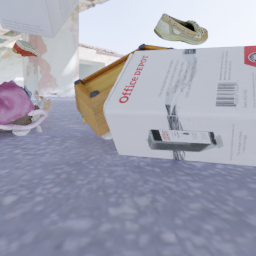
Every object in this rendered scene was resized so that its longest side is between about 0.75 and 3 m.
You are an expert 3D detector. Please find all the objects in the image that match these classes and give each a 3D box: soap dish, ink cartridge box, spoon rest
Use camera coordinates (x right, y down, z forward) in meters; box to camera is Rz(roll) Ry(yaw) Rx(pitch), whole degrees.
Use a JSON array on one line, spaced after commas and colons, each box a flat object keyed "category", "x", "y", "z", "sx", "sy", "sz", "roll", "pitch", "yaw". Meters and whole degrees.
[{"category": "soap dish", "x": 0.038, "y": -1.133, "z": 7.468, "sx": 2.949, "sy": 1.198, "sz": 2.320, "roll": -32, "pitch": 28, "yaw": -9}, {"category": "ink cartridge box", "x": 1.224, "y": -0.483, "z": 5.050, "sx": 2.751, "sy": 1.140, "sz": 2.019, "roll": 3, "pitch": 45, "yaw": 20}, {"category": "spoon rest", "x": -2.720, "y": 0.039, "z": 7.588, "sx": 0.437, "sy": 0.266, "sz": 0.879, "roll": 4, "pitch": 8, "yaw": 27}]

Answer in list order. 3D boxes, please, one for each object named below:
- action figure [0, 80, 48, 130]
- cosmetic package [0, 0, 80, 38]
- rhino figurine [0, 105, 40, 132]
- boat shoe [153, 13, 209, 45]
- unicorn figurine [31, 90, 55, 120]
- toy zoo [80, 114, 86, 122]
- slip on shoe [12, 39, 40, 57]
[{"category": "action figure", "x": -3.563, "y": -0.148, "z": 6.494, "sx": 1.758, "sy": 1.954, "sz": 2.624, "roll": -40, "pitch": 5, "yaw": 38}, {"category": "cosmetic package", "x": -2.163, "y": -3.294, "z": 6.593, "sx": 1.414, "sy": 1.715, "sz": 1.415, "roll": 13, "pitch": -35, "yaw": 9}, {"category": "rhino figurine", "x": -3.989, "y": -0.291, "z": 8.066, "sx": 2.685, "sy": 0.803, "sz": 1.174, "roll": -3, "pitch": 8, "yaw": -7}, {"category": "boat shoe", "x": 2.423, "y": -4.200, "z": 11.786, "sx": 2.920, "sy": 0.919, "sz": 1.065, "roll": -4, "pitch": 49, "yaw": -31}, {"category": "unicorn figurine", "x": -3.993, "y": -0.745, "z": 10.266, "sx": 2.253, "sy": 1.547, "sz": 0.832, "roll": 19, "pitch": 31, "yaw": -18}, {"category": "toy zoo", "x": -0.578, "y": -0.420, "z": 10.764, "sx": 2.633, "sy": 0.269, "sz": 1.727, "roll": 2, "pitch": 9, "yaw": 11}, {"category": "slip on shoe", "x": -4.002, "y": -3.050, "z": 10.980, "sx": 0.499, "sy": 0.605, "sz": 1.632, "roll": -41, "pitch": 1, "yaw": 10}]
